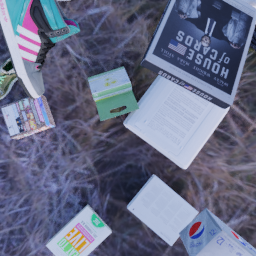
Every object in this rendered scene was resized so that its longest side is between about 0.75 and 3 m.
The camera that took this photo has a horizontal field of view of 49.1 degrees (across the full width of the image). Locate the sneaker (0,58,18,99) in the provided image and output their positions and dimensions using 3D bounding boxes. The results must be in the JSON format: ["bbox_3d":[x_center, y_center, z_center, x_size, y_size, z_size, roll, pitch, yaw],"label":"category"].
[{"bbox_3d":[-3.744,-1.599,8.363,0.760,0.876,1.977,44,87,3],"label":"sneaker"}]

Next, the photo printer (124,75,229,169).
[{"bbox_3d":[1.552,-0.546,8.231,2.283,0.953,2.744,36,86,3],"label":"photo printer"}]

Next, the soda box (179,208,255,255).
[{"bbox_3d":[1.878,2.321,4.855,2.072,0.657,0.707,40,98,-18],"label":"soda box"}]

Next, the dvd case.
[{"bbox_3d":[1.629,-1.967,5.972,2.003,0.330,2.665,26,68,-8],"label":"dvd case"}]

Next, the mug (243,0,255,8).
[{"bbox_3d":[2.771,-3.753,7.855,2.330,1.962,2.657,-10,57,-9],"label":"mug"}]

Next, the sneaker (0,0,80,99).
[{"bbox_3d":[-1.852,-1.960,6.391,1.572,1.088,2.603,-10,126,-7],"label":"sneaker"}]

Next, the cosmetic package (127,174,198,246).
[{"bbox_3d":[1.005,2.389,8.250,1.673,0.432,1.262,41,85,3],"label":"cosmetic package"}]

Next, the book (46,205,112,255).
[{"bbox_3d":[-1.423,3.216,8.254,1.602,0.385,1.070,-43,89,-5],"label":"book"}]

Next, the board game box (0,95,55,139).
[{"bbox_3d":[-2.976,-0.331,8.394,1.237,0.599,0.986,-19,85,-2],"label":"board game box"}]

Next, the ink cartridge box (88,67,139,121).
[{"bbox_3d":[-0.449,-1.038,8.146,1.182,0.389,1.624,-18,47,-2],"label":"ink cartridge box"}]

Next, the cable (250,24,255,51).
[{"bbox_3d":[5.128,-2.598,8.541,2.260,0.704,2.770,-39,87,-3],"label":"cable"}]
